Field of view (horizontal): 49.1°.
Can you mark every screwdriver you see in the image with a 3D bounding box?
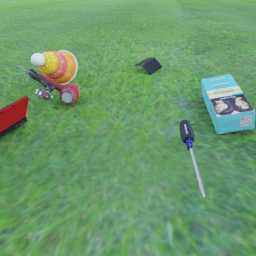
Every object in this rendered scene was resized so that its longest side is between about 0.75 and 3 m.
[{"bbox_3d":[1.453,0.602,6.511,0.364,0.349,2.500,14,36,-5],"label":"screwdriver"}]

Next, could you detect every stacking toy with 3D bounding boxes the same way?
[{"bbox_3d":[-2.818,-2.361,10.246,1.360,1.360,1.861,11,3,18],"label":"stacking toy"}]

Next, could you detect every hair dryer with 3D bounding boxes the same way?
[{"bbox_3d":[-2.378,-1.485,9.408,1.788,0.638,2.348,50,19,26],"label":"hair dryer"}]

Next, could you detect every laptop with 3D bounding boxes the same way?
[{"bbox_3d":[0.914,-2.767,12.544,0.830,0.514,0.886,-35,26,-24],"label":"laptop"}]

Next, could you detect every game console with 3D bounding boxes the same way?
[{"bbox_3d":[-3.595,-0.247,7.575,1.362,0.938,1.580,11,35,28],"label":"game console"}]

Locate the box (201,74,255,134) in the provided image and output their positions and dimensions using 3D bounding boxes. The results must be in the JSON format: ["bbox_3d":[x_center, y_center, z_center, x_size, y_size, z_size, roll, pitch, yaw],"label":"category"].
[{"bbox_3d":[2.995,-0.822,8.676,1.030,0.615,2.504,-9,33,8],"label":"box"}]
